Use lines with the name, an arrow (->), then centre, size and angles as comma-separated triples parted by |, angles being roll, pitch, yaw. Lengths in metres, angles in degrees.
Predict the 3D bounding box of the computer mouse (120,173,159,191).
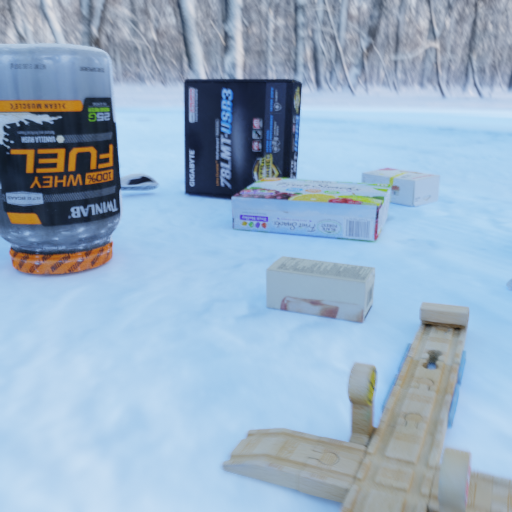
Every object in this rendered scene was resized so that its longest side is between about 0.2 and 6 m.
computer mouse -> -2.948, -1.648, 12.442 | 1.582, 0.347, 0.867 | -5, -6, -30

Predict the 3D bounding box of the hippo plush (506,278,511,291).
hippo plush -> 4.513, -0.338, 6.059 | 2.546, 2.028, 2.047 | 0, 12, -3

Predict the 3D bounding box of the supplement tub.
supplement tub -> -2.820, -1.336, 7.788 | 1.803, 2.942, 1.803 | -1, 16, 0

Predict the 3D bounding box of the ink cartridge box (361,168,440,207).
ink cartridge box -> 3.129, -1.514, 12.184 | 1.006, 0.578, 1.386 | -15, 23, -39

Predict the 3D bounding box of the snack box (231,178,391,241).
snack box -> 1.052, -0.904, 10.159 | 2.545, 0.674, 1.810 | 6, 19, 18

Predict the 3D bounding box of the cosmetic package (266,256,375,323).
cosmetic package -> 0.749, 0.373, 6.530 | 1.165, 0.508, 0.602 | 8, 20, 22

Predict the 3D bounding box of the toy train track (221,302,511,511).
toy train track -> 1.227, 1.000, 4.264 | 2.295, 0.651, 4.002 | 5, 17, 24

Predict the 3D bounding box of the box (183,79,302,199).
box -> -0.344, -2.478, 12.006 | 2.509, 2.527, 0.628 | 8, 15, 20
